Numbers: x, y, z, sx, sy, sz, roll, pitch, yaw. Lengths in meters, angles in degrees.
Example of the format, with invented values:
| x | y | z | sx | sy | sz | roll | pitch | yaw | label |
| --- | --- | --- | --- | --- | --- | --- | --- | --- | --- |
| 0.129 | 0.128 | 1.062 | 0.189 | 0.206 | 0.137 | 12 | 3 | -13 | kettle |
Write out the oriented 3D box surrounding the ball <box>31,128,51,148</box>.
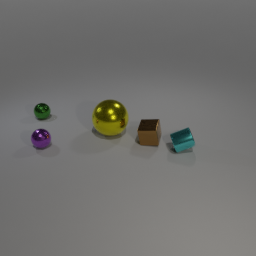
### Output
| x | y | z | sx | sy | sz | roll | pitch | yaw | label |
| --- | --- | --- | --- | --- | --- | --- | --- | --- | --- |
| -3.102 | 0.367 | 9.997 | 0.700 | 0.700 | 0.700 | 0 | 29 | 0 | ball |

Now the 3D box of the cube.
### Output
| x | y | z | sx | sy | sz | roll | pitch | yaw | label |
| --- | --- | --- | --- | --- | --- | --- | --- | --- | --- |
| 0.793 | 0.153 | 10.191 | 0.700 | 0.700 | 0.700 | 0 | 37 | 18 | cube |

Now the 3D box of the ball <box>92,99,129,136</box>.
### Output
| x | y | z | sx | sy | sz | roll | pitch | yaw | label |
| --- | --- | --- | --- | --- | --- | --- | --- | --- | --- |
| -0.670 | -0.387 | 10.623 | 1.400 | 1.400 | 1.400 | 0 | 29 | 0 | ball |

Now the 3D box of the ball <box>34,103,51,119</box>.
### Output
| x | y | z | sx | sy | sz | roll | pitch | yaw | label |
| --- | --- | --- | --- | --- | --- | --- | --- | --- | --- |
| -3.670 | -0.724 | 11.981 | 0.700 | 0.700 | 0.700 | 0 | 29 | 0 | ball |

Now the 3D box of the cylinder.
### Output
| x | y | z | sx | sy | sz | roll | pitch | yaw | label |
| --- | --- | --- | --- | --- | --- | --- | --- | --- | --- |
| 1.906 | 0.413 | 9.718 | 0.700 | 0.700 | 0.700 | -21 | 27 | 11 | cylinder |
